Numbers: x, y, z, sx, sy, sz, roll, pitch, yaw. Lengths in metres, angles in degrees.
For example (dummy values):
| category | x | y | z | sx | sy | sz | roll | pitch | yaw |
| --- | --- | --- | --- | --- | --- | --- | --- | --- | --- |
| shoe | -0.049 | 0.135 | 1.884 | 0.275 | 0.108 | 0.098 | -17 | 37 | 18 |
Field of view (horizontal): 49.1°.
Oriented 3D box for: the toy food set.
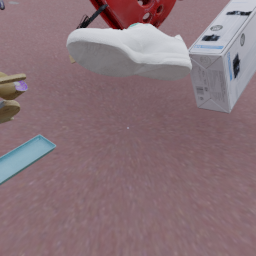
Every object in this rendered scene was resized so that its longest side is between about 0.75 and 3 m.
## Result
| category | x | y | z | sx | sy | sz | roll | pitch | yaw |
| --- | --- | --- | --- | --- | --- | --- | --- | --- | --- |
| toy food set | -1.496 | -0.257 | 2.765 | 0.906 | 1.425 | 0.224 | -20 | 86 | -34 |

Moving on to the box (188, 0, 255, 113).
| category | x | y | z | sx | sy | sz | roll | pitch | yaw |
| --- | --- | --- | --- | --- | --- | --- | --- | --- | --- |
| box | 2.573 | -1.904 | 6.861 | 0.846 | 1.641 | 2.814 | 15 | 52 | 38 |

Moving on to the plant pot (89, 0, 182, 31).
| category | x | y | z | sx | sy | sz | roll | pitch | yaw |
| --- | --- | --- | --- | --- | --- | --- | --- | --- | --- |
| plant pot | 0.223 | -4.351 | 8.378 | 2.685 | 2.949 | 2.949 | -39 | 46 | 7 |

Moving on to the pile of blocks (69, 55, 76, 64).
| category | x | y | z | sx | sy | sz | roll | pitch | yaw |
| --- | --- | --- | --- | --- | --- | --- | --- | --- | --- |
| pile of blocks | -1.234 | -2.068 | 7.675 | 0.849 | 0.264 | 0.349 | -44 | 75 | 7 |

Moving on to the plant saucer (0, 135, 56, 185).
| category | x | y | z | sx | sy | sz | roll | pitch | yaw |
| --- | --- | --- | --- | --- | --- | --- | --- | --- | --- |
| plant saucer | -1.791 | 0.546 | 4.462 | 0.459 | 0.125 | 1.314 | 29 | 46 | 26 |

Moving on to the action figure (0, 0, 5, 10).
| category | x | y | z | sx | sy | sz | roll | pitch | yaw |
| --- | --- | --- | --- | --- | --- | --- | --- | --- | --- |
| action figure | -3.391 | -3.098 | 6.786 | 0.800 | 0.427 | 1.230 | -10 | 21 | -9 |

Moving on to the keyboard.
| category | x | y | z | sx | sy | sz | roll | pitch | yaw |
| --- | --- | --- | --- | --- | --- | --- | --- | --- | --- |
| keyboard | -1.048 | -2.710 | 7.066 | 1.226 | 0.243 | 0.638 | -35 | 21 | 29 |

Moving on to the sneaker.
| category | x | y | z | sx | sy | sz | roll | pitch | yaw |
| --- | --- | --- | --- | --- | --- | --- | --- | --- | --- |
| sneaker | 0.043 | -1.549 | 5.184 | 2.356 | 0.887 | 1.043 | 5 | 69 | -24 |
